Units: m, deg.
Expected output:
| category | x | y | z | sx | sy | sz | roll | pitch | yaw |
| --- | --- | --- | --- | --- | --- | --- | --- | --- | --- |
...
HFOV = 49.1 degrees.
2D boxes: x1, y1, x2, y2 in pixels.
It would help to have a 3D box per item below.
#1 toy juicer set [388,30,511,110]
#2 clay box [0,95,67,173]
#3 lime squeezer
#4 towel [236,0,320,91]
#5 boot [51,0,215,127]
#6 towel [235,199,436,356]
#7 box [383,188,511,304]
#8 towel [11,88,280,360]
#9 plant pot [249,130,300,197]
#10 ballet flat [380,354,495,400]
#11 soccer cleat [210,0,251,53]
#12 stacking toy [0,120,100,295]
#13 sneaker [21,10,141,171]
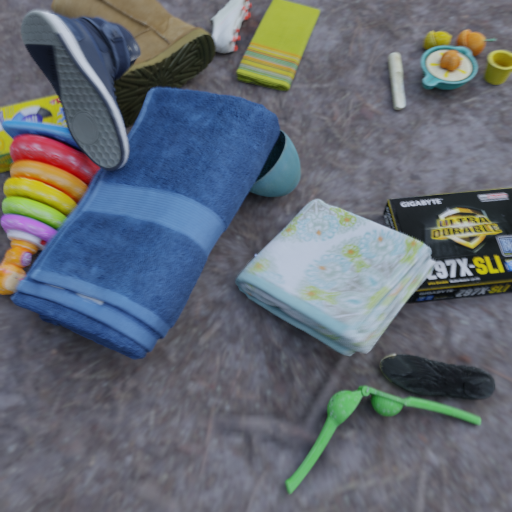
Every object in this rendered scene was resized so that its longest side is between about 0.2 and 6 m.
| category | x | y | z | sx | sy | sz | roll | pitch | yaw |
| --- | --- | --- | --- | --- | --- | --- | --- | --- | --- |
| toy juicer set | 3.662 | -3.943 | 11.146 | 2.620 | 0.713 | 1.666 | -16 | 61 | -9 |
| clay box | -4.142 | -2.262 | 10.284 | 2.064 | 0.491 | 1.186 | -16 | 60 | -10 |
| lime squeezer | 1.637 | 2.240 | 7.648 | 2.864 | 0.540 | 1.011 | -16 | 61 | -10 |
| towel | 0.500 | -4.462 | 11.764 | 1.111 | 0.233 | 2.581 | 18 | 60 | 4 |
| boot | -2.970 | -4.264 | 11.191 | 3.073 | 1.160 | 3.509 | -39 | 64 | -24 |
| towel | 1.174 | 0.245 | 8.499 | 2.414 | 0.581 | 2.066 | 28 | 60 | 35 |
| box | 3.340 | -0.204 | 9.069 | 2.188 | 0.540 | 1.747 | -5 | 61 | -3 |
| towel | -1.560 | -0.764 | 8.686 | 2.536 | 1.102 | 4.542 | 14 | 61 | 28 |
| plant pot | 0.307 | -1.453 | 9.564 | 1.154 | 0.777 | 1.154 | -30 | 40 | 30 |
| ballet flat | 2.589 | 1.752 | 8.069 | 1.612 | 0.458 | 0.536 | 11 | 95 | 10 |
| soccer cleat | -0.583 | -5.049 | 11.868 | 0.710 | 0.634 | 1.829 | 11 | 63 | 9 |
| stacking toy | -3.527 | -0.674 | 8.982 | 1.512 | 1.599 | 2.755 | 11 | 72 | 12 |
| sneaker | -2.323 | -2.647 | 8.868 | 0.948 | 1.802 | 2.494 | -22 | 98 | 29 |
